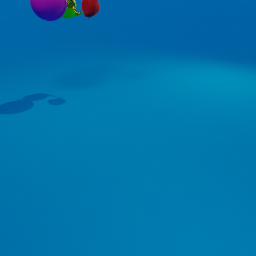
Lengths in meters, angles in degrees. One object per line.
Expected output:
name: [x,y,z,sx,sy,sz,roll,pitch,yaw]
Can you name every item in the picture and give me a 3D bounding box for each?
teapot: [-1.263,-4.144,9.601,0.533,1.089,0.677,-25,76,-40]
teapot: [-2.131,-4.309,9.928,1.315,0.644,0.817,24,54,-25]
ball: [-2.574,-4.086,9.084,1.161,1.161,1.161,0,28,0]
